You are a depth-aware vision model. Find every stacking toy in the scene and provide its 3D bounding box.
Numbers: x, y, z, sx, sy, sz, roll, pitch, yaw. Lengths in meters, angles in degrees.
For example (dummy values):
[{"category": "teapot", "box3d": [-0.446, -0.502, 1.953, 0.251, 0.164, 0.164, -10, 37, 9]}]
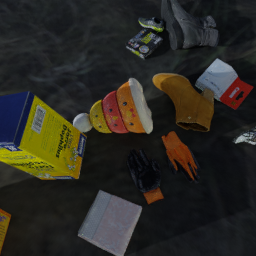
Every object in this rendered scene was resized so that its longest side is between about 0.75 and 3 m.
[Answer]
[{"category": "stacking toy", "box3d": [-0.555, -0.367, 8.790, 2.444, 1.786, 1.786, -19, 61, 9]}]

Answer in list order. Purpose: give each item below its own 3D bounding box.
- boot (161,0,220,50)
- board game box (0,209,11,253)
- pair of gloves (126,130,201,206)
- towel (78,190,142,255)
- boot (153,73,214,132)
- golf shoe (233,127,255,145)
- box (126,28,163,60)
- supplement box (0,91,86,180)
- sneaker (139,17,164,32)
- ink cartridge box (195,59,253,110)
[{"category": "boot", "box3d": [2.460, -4.351, 11.273, 1.894, 1.004, 2.878, -8, 72, -8]}, {"category": "board game box", "box3d": [-4.511, 2.794, 6.422, 2.299, 2.300, 2.298, 5, 61, 3]}, {"category": "pair of gloves", "box3d": [1.067, 1.176, 8.513, 2.062, 0.255, 1.837, -24, 65, -10]}, {"category": "towel", "box3d": [-0.484, 2.582, 7.739, 1.368, 0.231, 1.433, 21, 64, 11]}, {"category": "boot", "box3d": [1.736, -0.844, 9.278, 2.292, 0.807, 1.641, 19, 58, 4]}, {"category": "golf shoe", "box3d": [3.823, 0.332, 8.863, 1.032, 0.401, 0.487, -21, 72, -15]}, {"category": "box", "box3d": [0.634, -3.321, 10.983, 0.955, 0.264, 1.193, 37, 67, 18]}, {"category": "supplement box", "box3d": [-2.411, 0.342, 7.374, 1.370, 2.518, 1.379, -6, 62, 25]}, {"category": "sneaker", "box3d": [0.971, -4.355, 11.446, 1.129, 0.457, 0.417, 21, 63, 11]}, {"category": "ink cartridge box", "box3d": [3.464, -1.582, 9.950, 1.659, 0.392, 1.328, 36, 67, 20]}]
